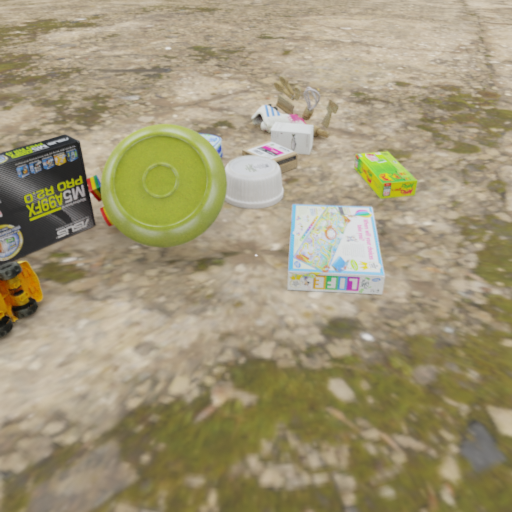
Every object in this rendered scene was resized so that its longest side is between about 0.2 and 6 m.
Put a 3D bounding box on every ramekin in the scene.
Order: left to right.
[{"bbox_3d":[-0.090,-1.843,13.605,1.519,0.797,1.519,0,33,0],"label":"ramekin"}]

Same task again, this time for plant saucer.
[{"bbox_3d":[-1.809,-1.409,10.787,2.480,2.480,0.385,0,-7,0],"label":"plant saucer"}]

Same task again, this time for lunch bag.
[{"bbox_3d":[-1.647,-2.751,15.094,1.300,0.667,1.617,7,34,13],"label":"lunch bag"}]

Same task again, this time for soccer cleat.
[{"bbox_3d":[0.694,-3.990,17.112,0.875,0.708,2.027,-42,50,-17],"label":"soccer cleat"}]

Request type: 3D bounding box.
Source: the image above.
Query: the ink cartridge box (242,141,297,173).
[{"bbox_3d":[0.359,-2.636,15.117,0.997,0.454,1.210,-26,41,-32],"label":"ink cartridge box"}]

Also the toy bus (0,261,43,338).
[{"bbox_3d":[-4.691,0.749,9.699,1.384,0.979,1.442,-1,28,29],"label":"toy bus"}]

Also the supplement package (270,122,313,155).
[{"bbox_3d":[1.029,-3.367,16.030,1.142,0.667,0.670,7,35,11],"label":"supplement package"}]

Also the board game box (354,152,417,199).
[{"bbox_3d":[3.271,-2.090,14.308,0.921,0.432,1.814,-7,34,-10],"label":"board game box"}]

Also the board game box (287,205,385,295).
[{"bbox_3d":[1.573,-0.216,11.440,1.787,0.455,2.658,2,33,5],"label":"board game box"}]

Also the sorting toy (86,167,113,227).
[{"bbox_3d":[-3.190,-1.227,12.012,0.445,1.277,1.270,-26,11,-4],"label":"sorting toy"}]

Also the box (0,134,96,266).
[{"bbox_3d":[-4.650,-1.116,11.362,0.568,2.057,2.568,27,41,37],"label":"box"}]

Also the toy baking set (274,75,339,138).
[{"bbox_3d":[1.415,-4.279,16.425,2.653,2.036,0.309,33,75,34],"label":"toy baking set"}]
